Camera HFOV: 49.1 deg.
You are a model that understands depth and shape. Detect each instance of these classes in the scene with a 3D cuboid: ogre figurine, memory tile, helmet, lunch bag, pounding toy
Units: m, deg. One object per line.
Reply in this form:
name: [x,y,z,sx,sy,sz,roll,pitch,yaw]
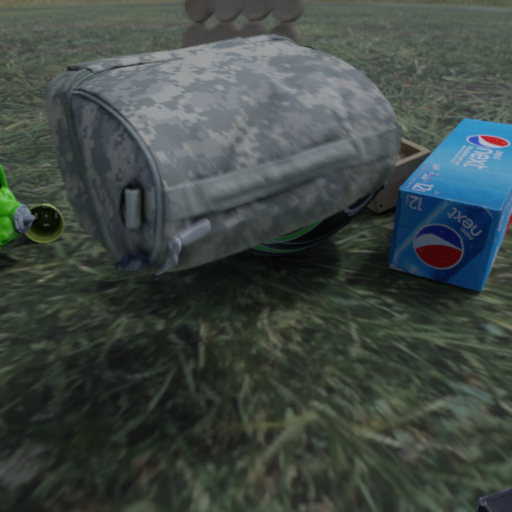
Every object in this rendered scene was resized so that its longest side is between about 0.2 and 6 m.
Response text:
ogre figurine: [-4.484,-0.606,8.566,1.643,1.345,2.741,-32,29,-25]
memory tile: [-0.212,-3.995,8.890,2.167,1.661,0.182,12,15,26]
helmet: [0.203,-1.385,8.287,2.809,2.947,2.947,-25,29,9]
lunch bag: [-0.336,-0.950,5.169,2.715,1.892,2.277,-20,26,-29]
pounding toy: [2.482,-1.538,10.661,1.440,1.112,1.564,-23,32,-11]

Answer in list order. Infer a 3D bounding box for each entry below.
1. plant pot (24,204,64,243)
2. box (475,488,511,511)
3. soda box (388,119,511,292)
plant pot: [-3.519,-0.597,9.321,0.650,0.650,0.598,-8,19,-13]
box: [3.089,2.550,3.735,2.051,0.567,2.560,-9,31,-15]
soda box: [3.581,-1.069,9.314,1.414,1.338,4.169,16,34,26]
